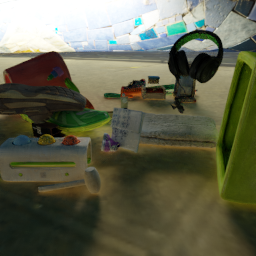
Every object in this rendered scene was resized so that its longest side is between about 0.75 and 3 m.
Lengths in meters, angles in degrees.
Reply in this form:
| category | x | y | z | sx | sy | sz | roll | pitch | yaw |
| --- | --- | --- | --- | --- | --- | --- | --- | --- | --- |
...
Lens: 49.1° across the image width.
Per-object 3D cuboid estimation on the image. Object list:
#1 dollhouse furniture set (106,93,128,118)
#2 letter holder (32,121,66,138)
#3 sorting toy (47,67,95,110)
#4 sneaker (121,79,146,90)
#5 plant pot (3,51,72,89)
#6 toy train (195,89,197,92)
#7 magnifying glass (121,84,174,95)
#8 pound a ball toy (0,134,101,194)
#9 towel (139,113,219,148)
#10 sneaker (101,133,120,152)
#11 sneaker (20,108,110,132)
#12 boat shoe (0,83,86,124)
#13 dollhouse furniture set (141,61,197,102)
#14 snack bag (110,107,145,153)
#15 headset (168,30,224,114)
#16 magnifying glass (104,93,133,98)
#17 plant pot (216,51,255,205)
| category | x | y | z | sx | sy | sz | roll | pitch | yaw |
| --- | --- | --- | --- | --- | --- | --- | --- | --- | --- |
| dollhouse furniture set | -0.482 | -0.682 | 9.254 | 1.148 | 0.814 | 0.909 | -4 | 19 | -10 |
| letter holder | -2.135 | 0.041 | 7.640 | 0.782 | 0.393 | 0.556 | 14 | 27 | 34 |
| sorting toy | -2.006 | -1.145 | 9.526 | 0.678 | 1.968 | 0.682 | -44 | 16 | -13 |
| sneaker | 0.252 | -2.063 | 13.716 | 1.545 | 0.577 | 0.623 | -18 | 26 | -42 |
| plant pot | -3.341 | -1.606 | 10.311 | 1.940 | 2.193 | 2.193 | -22 | 27 | -29 |
| toy train | 2.846 | -1.723 | 13.291 | 0.865 | 0.241 | 0.650 | 4 | 11 | 14 |
| magnifying glass | 1.100 | -1.821 | 13.239 | 2.948 | 0.330 | 1.173 | -7 | 6 | -17 |
| pound a ball toy | -1.468 | 0.608 | 5.416 | 1.968 | 0.836 | 1.283 | 0 | 19 | 0 |
| towel | 1.115 | 0.046 | 7.721 | 2.647 | 0.456 | 1.754 | 4 | 21 | 10 |
| sneaker | -0.425 | 0.382 | 7.027 | 0.454 | 0.289 | 0.796 | 5 | 26 | -4 |
| sneaker | -1.909 | -0.579 | 8.188 | 2.839 | 1.186 | 1.051 | 11 | 15 | 12 |
| boat shoe | -2.345 | -0.632 | 7.517 | 2.495 | 0.914 | 0.929 | 7 | 21 | 5 |
| dollhouse furniture set | 1.757 | -2.004 | 12.009 | 2.197 | 1.549 | 1.540 | 0 | 19 | -3 |
| snack bag | -0.068 | 0.035 | 6.895 | 0.957 | 1.015 | 0.109 | 13 | 5 | 38 |
| headset | 1.787 | -1.614 | 7.841 | 1.449 | 2.347 | 1.103 | 15 | -18 | 29 |
| magnifying glass | -0.447 | -1.478 | 12.670 | 1.342 | 0.150 | 0.534 | 6 | 19 | 16 |
| plant pot | 2.930 | -0.006 | 5.069 | 2.153 | 2.373 | 2.361 | 12 | 21 | 11 |
